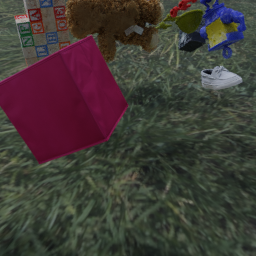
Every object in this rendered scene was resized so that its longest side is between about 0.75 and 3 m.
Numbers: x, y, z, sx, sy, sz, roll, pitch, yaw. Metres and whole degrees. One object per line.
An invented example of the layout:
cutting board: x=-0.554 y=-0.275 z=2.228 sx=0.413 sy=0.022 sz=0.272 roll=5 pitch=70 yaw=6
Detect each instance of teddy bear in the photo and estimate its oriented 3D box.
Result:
teddy bear: x=-0.263 y=-2.688 z=6.951 sx=2.714 sy=1.968 sz=0.906 roll=-18 pitch=37 yaw=-21

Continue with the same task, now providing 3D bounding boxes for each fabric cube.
fabric cube: x=-0.914 y=-0.450 z=4.172 sx=1.253 sy=1.273 sz=1.277 roll=-21 pitch=20 yaw=23

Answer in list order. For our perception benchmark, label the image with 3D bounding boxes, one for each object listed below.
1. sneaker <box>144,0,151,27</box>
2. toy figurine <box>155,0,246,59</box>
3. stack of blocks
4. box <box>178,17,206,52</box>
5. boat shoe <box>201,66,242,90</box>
sneaker: x=0.137 y=-4.079 z=9.058 sx=0.828 sy=2.048 sz=1.183 roll=-15 pitch=30 yaw=44
toy figurine: x=1.513 y=-1.832 z=5.334 sx=1.101 sy=1.251 sz=2.088 roll=-24 pitch=3 yaw=-20
stack of blocks: x=-2.374 y=-2.889 z=7.701 sx=1.323 sy=2.298 sz=0.673 roll=-14 pitch=43 yaw=-18
box: x=2.202 y=-3.210 z=9.595 sx=0.571 sy=0.905 sz=0.921 roll=5 pitch=-7 yaw=-19
boat shoe: x=2.429 y=-1.374 z=7.462 sx=0.568 sy=0.541 sz=1.579 roll=-21 pitch=14 yaw=-3
